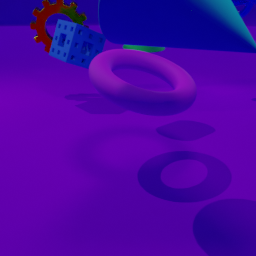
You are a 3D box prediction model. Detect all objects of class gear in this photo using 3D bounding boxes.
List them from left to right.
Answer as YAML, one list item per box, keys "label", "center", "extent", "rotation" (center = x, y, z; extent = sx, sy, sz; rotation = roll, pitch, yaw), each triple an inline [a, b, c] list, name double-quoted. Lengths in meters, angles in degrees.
- label: "gear"
  center: [-2.256, -3.356, 9.352]
  extent: [1.864, 1.864, 0.345]
  rotation: [-3, 35, -7]

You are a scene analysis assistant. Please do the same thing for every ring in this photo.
- label: "ring"
  center: [0.264, -0.830, 4.766]
  extent: [1.870, 0.374, 1.870]
  rotation: [11, 36, -8]

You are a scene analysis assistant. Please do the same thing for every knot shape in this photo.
- label: "knot shape"
  center: [2.678, -3.072, 6.526]
  extent: [1.145, 0.529, 1.071]
  rotation: [10, -9, 44]

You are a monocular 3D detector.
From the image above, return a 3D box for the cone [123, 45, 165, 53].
- label: "cone"
  center: [0.494, -3.025, 8.302]
  extent: [1.290, 1.295, 1.290]
  rotation: [1, 27, 0]

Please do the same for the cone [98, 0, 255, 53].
- label: "cone"
  center: [0.727, -1.176, 2.932]
  extent: [1.477, 1.472, 1.472]
  rotation: [39, 36, 16]

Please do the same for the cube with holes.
- label: "cube with holes"
  center: [-1.527, -2.495, 8.486]
  extent: [1.095, 1.095, 1.095]
  rotation: [7, 17, -45]
